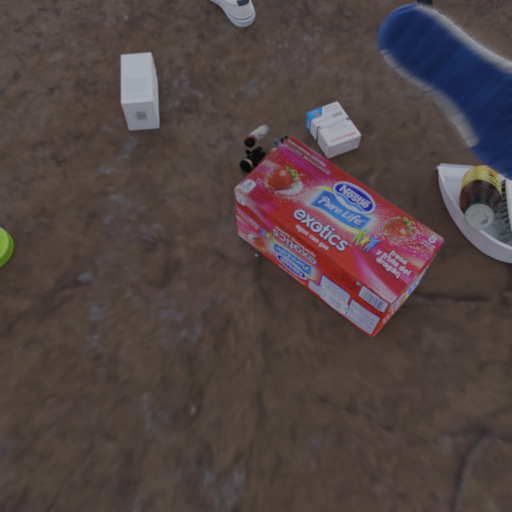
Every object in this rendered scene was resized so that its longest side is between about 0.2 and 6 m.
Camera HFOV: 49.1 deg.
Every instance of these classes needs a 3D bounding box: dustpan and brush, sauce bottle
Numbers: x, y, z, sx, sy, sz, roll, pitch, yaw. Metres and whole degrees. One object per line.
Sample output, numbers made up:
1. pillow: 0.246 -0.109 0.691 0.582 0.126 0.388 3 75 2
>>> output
1. dustpan and brush: 4.795 -0.364 10.066 2.664 1.092 3.816 4 62 2
2. sauce bottle: 3.994 -1.029 9.972 0.741 0.741 2.245 22 30 11

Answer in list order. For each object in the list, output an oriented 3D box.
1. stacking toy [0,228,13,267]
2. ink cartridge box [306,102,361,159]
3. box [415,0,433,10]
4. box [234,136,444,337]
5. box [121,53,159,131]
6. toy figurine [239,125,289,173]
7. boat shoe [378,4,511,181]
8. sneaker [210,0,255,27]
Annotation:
1. stacking toy: -5.686 -0.148 10.052 2.193 0.926 1.985 32 67 15
2. ink cartridge box: 1.587 -2.609 11.626 0.744 0.430 1.019 -22 64 -11
3. box: 2.896 -3.998 9.610 0.224 1.240 0.887 -8 38 13
4. box: 1.303 -0.344 9.754 3.264 1.627 1.558 38 68 18
5. box: -2.452 -3.471 11.842 0.667 0.851 1.368 -5 62 -3
6. toy figurine: 0.184 -1.972 10.994 0.976 0.961 0.679 32 56 17
7. boat shoe: 3.300 -2.421 8.197 3.374 1.219 1.221 46 29 0
8. sneaker: -0.766 -6.521 13.468 0.844 0.818 2.311 -34 67 -16
